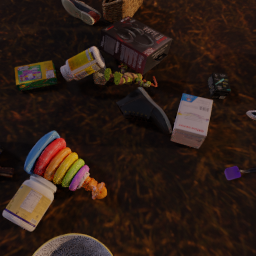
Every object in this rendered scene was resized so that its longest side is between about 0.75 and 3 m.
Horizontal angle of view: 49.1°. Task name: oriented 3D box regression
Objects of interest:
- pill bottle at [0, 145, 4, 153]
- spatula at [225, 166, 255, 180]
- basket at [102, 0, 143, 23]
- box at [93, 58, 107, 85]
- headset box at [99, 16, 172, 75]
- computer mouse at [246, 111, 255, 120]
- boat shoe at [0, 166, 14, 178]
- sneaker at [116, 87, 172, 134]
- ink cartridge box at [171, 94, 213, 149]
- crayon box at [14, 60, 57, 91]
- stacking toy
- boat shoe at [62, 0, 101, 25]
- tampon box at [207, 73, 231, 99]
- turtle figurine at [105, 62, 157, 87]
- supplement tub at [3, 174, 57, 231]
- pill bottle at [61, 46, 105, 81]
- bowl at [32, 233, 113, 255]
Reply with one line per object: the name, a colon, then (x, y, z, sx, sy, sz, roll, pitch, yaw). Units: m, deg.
pill bottle: (-5.202, 1.023, 9.972, 0.768, 0.768, 1.374, 31, 66, 15)
spatula: (4.260, 1.532, 10.037, 1.590, 0.163, 0.449, -7, 56, -7)
basket: (-0.330, -6.283, 13.398, 1.516, 1.582, 2.124, 26, 66, 13)
box: (-1.222, -2.449, 11.933, 0.497, 0.414, 1.210, 6, 57, -30)
headset box: (0.417, -3.534, 12.006, 2.654, 1.025, 1.975, 34, 51, 18)
computer mouse: (5.418, -0.447, 10.856, 1.585, 0.869, 0.348, 2, 82, 14)
boat shoe: (-4.560, 1.522, 9.954, 0.998, 0.351, 0.351, 9, 67, -4)
sneaker: (0.602, -0.426, 10.787, 1.262, 0.889, 2.377, -33, 60, -9)
ink cartridge box: (2.355, -0.247, 10.439, 1.144, 1.124, 1.554, 16, 63, 8)
crayon box: (-3.901, -2.220, 11.859, 1.622, 0.473, 0.963, -13, 63, -7)
stacking toy: (-1.896, 1.501, 9.505, 2.793, 1.533, 1.621, 32, 73, 4)
boat shoe: (-2.287, -5.768, 13.591, 2.158, 0.768, 0.675, 35, 66, 14)
tampon box: (3.721, -1.730, 11.502, 0.666, 0.561, 0.889, 5, 61, -9)
turtle figurine: (-0.063, -2.102, 11.438, 1.836, 0.733, 2.277, -9, 42, -44)
supplement tub: (-3.124, 2.384, 9.051, 1.120, 1.120, 1.541, 24, 64, 12)
pill bottle: (-1.847, -2.527, 11.291, 1.661, 0.907, 0.907, -24, 63, 12)
bowl: (-1.510, 4.463, 7.860, 2.699, 1.267, 2.699, 0, 62, 1)
